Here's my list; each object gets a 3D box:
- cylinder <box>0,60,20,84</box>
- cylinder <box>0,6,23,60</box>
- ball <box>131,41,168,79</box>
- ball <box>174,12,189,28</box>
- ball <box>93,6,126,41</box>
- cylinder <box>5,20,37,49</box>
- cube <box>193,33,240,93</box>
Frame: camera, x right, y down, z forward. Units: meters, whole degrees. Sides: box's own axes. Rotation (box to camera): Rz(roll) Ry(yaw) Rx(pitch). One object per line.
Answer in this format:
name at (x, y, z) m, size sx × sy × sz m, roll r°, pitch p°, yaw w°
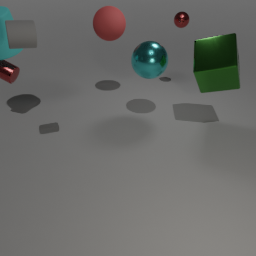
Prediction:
cylinder at (-4.602, -2.147, 10.605) m, size 0.700 × 0.700 × 0.700 m, roll 27°, pitch 31°, yaw -5°
cylinder at (-4.643, -3.369, 9.979) m, size 1.400 × 1.400 × 1.400 m, roll -6°, pitch 44°, yaw 6°
ball at (0.815, -2.550, 10.538) m, size 1.400 × 1.400 × 1.400 m, roll 0°, pitch 30°, yaw 0°
ball at (2.424, -4.891, 12.666) m, size 0.700 × 0.700 × 0.700 m, roll 0°, pitch 30°, yaw 0°
ball at (-0.791, -4.420, 11.875) m, size 1.400 × 1.400 × 1.400 m, roll 0°, pitch 30°, yaw 0°
cylinder at (-2.777, -2.435, 7.295) m, size 0.700 × 0.700 × 0.700 m, roll -9°, pitch 31°, yaw -21°
cube at (3.157, -2.241, 9.909) m, size 1.400 × 1.400 × 1.400 m, roll -4°, pitch 64°, yaw 24°
